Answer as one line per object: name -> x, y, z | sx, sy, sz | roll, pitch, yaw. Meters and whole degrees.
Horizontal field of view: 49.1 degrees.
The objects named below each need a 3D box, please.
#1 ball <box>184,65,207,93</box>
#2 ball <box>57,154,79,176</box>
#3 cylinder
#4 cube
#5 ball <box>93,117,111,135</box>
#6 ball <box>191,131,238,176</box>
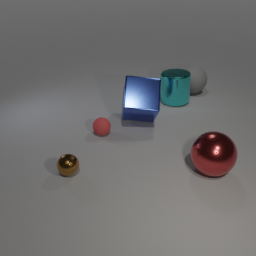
ball -> 3.319, -2.473, 14.285 | 1.400, 1.400, 1.400 | 0, 30, 0
ball -> -1.889, 1.158, 8.824 | 0.700, 0.700, 0.700 | 0, 30, 0
cylinder -> 2.256, -1.951, 13.367 | 1.400, 1.400, 1.400 | -3, 29, 2
cube -> 0.507, -1.148, 11.400 | 1.400, 1.400, 1.400 | 5, 73, -3
ball -> -1.021, -0.066, 10.877 | 0.700, 0.700, 0.700 | 0, 30, 0
ball -> 2.667, 0.803, 8.733 | 1.400, 1.400, 1.400 | 0, 30, 0
